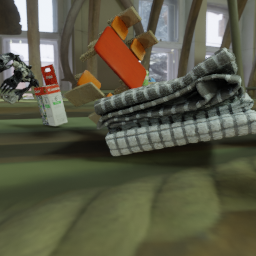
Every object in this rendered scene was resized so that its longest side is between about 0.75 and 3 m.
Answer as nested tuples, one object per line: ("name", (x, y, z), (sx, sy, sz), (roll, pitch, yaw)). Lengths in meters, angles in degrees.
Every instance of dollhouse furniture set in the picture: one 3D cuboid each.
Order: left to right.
("dollhouse furniture set", (0.215, -1.292, 7.218), (1.466, 2.846, 2.815), (-11, -44, 43))

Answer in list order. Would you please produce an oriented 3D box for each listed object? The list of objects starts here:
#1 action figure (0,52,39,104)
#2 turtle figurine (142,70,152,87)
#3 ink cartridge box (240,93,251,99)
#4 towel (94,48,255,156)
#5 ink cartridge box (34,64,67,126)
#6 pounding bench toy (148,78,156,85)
("action figure", (-3.335, -1.502, 8.039), (1.175, 1.369, 2.303), (-32, 10, -4))
("turtle figurine", (0.533, -1.221, 10.010), (2.280, 1.692, 2.351), (6, 13, -32))
("ink cartridge box", (3.410, -0.687, 8.854), (0.842, 0.321, 0.574), (-25, 29, 44))
("towel", (0.881, -0.440, 4.996), (2.270, 1.173, 2.742), (-12, 4, 19))
("ink cartridge box", (-2.330, -0.937, 8.158), (0.430, 1.710, 0.932), (-21, 16, -36))
("pounding bench toy", (0.452, -1.425, 12.540), (1.281, 1.609, 2.062), (-2, 8, -20))
